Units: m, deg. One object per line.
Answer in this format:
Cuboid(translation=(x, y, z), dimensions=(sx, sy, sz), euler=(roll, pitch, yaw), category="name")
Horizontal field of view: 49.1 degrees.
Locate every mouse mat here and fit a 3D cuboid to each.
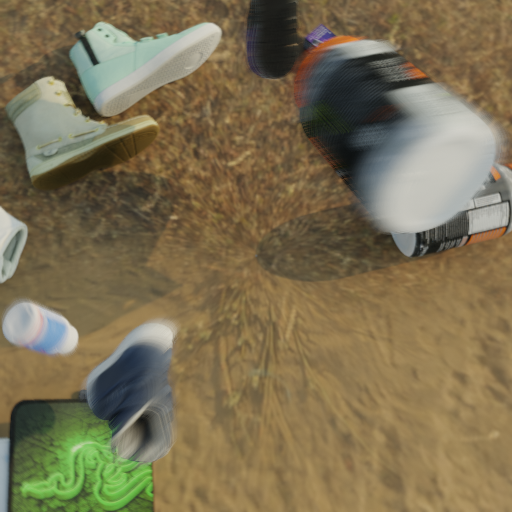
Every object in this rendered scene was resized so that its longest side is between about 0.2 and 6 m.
Cuboid(translation=(-2.568, 3.425, 8.681), dimensions=(0.111, 2.962, 2.383), euler=(-14, 72, 26), category="mouse mat")

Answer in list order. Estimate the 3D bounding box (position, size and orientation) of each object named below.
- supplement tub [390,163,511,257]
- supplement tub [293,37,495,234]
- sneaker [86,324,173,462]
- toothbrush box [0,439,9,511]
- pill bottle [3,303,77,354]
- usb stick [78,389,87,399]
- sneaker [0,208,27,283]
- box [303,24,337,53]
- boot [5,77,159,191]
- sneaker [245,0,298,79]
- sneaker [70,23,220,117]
Cuboid(translation=(3.812, -0.913, 10.550), dimensions=(2.397, 1.469, 1.469), euler=(-13, 74, -5), category="supplement tub")
Cuboid(translation=(1.861, -1.950, 8.418), dimensions=(1.895, 1.895, 3.093), euler=(-24, 50, -7), category="supplement tub")
Cuboid(translation=(-1.605, 1.935, 6.842), dimensions=(0.751, 1.974, 1.426), euler=(14, 44, -27), category="sneaker")
Cuboid(translation=(-3.790, 3.751, 8.630), dimensions=(1.066, 2.499, 1.830), euler=(-4, 73, -1), category="toothbrush box")
Cuboid(translation=(-2.381, 0.847, 6.274), dimensions=(0.454, 0.809, 0.454), euler=(-9, 65, 18), category="pill bottle")
Cuboid(translation=(-2.876, 2.602, 10.213), dimensions=(0.732, 0.119, 0.203), euler=(12, 74, 3), category="usb stick")
Cuboid(translation=(-5.562, 0.238, 10.436), dimensions=(1.633, 1.041, 2.825), euler=(30, 75, 11), category="sneaker")
Cuboid(translation=(1.478, -4.569, 12.192), dimensions=(0.739, 0.386, 0.547), euler=(43, 77, 12), category="box")
Cuboid(translation=(-3.546, -2.746, 11.372), dimensions=(2.708, 0.976, 2.094), euler=(-25, 74, -6), category="boot")
Cuboid(translation=(0.227, -4.217, 8.927), dimensions=(0.996, 1.152, 2.630), euler=(7, 108, -16), category="sneaker")
Cuboid(translation=(-2.387, -4.461, 11.715), dimensions=(3.094, 1.139, 1.825), euler=(-32, 82, -6), category="sneaker")
